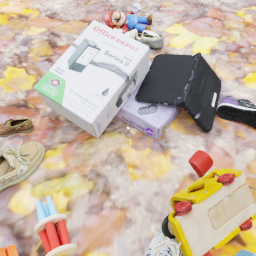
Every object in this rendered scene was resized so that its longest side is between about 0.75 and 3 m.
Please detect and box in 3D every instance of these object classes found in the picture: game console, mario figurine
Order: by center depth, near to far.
[{"bbox_3d":[1.787,-1.249,9.297,1.476,2.230,2.536,-21,34,44],"label":"game console"},{"bbox_3d":[-0.012,-4.577,11.890,2.069,1.097,1.277,8,46,4],"label":"mario figurine"}]

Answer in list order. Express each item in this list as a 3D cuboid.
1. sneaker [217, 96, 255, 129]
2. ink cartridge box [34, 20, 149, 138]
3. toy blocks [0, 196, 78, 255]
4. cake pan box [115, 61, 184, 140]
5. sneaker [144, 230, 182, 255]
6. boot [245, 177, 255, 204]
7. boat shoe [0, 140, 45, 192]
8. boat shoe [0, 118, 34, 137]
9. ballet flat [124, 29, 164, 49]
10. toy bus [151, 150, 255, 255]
[{"bbox_3d":[3.900,-0.559,8.838,1.981,0.750,0.867,22,48,17],"label":"sneaker"},{"bbox_3d":[-0.955,-1.504,8.303,2.088,1.202,2.861,31,73,15],"label":"ink cartridge box"},{"bbox_3d":[-2.061,2.699,6.075,1.832,0.798,2.198,-20,53,-17],"label":"toy blocks"},{"bbox_3d":[0.692,-1.135,9.330,2.408,0.684,2.615,30,57,20],"label":"cake pan box"},{"bbox_3d":[0.613,2.888,5.885,0.769,0.850,1.995,26,54,20],"label":"sneaker"},{"bbox_3d":[3.202,1.895,6.909,1.215,0.579,1.570,9,39,6],"label":"boot"},{"bbox_3d":[-3.300,1.101,7.408,0.896,0.766,2.444,34,58,25],"label":"boat shoe"},{"bbox_3d":[-3.602,-0.079,8.591,1.319,0.448,0.474,-11,51,-9],"label":"boat shoe"},{"bbox_3d":[0.477,-3.736,11.479,2.047,0.652,0.690,12,51,10],"label":"ballet flat"},{"bbox_3d":[1.582,1.935,6.261,2.598,1.342,2.451,25,73,-20],"label":"toy bus"}]
